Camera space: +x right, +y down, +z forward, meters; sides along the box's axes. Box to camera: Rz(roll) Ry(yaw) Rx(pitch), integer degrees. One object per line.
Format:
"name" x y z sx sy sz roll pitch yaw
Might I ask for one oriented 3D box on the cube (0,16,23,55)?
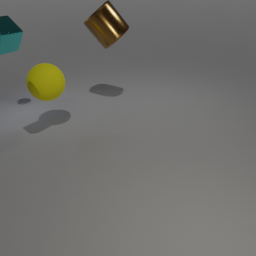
"cube" -3.456 -2.560 7.734 0.700 0.700 0.700 46 44 9

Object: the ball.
"ball" -3.068 -1.712 10.497 1.400 1.400 1.400 0 29 0

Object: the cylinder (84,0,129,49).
"cylinder" -0.897 -4.338 11.815 1.400 1.400 1.400 -37 21 17
